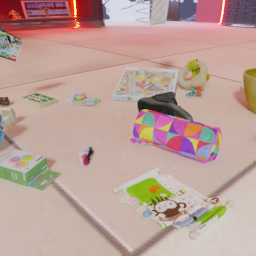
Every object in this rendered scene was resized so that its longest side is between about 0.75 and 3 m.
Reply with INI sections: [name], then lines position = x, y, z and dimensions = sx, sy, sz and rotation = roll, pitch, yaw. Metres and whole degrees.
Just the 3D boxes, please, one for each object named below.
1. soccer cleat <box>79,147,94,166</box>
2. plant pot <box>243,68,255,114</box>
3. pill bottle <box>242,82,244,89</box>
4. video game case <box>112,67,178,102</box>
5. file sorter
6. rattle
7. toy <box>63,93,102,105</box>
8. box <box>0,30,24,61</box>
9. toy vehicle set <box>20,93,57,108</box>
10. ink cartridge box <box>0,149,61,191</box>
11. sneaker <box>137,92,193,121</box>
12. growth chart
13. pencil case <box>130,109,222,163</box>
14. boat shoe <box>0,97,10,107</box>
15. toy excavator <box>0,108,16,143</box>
[soccer cleat]
position = -1.257, 0.817, 7.951
dimensions = 0.383, 0.310, 0.887
rotation = -8, 21, 12
[plant pot]
position = 5.481, -1.314, 10.802
dimensions = 2.178, 1.546, 2.178
rotation = 0, 25, 0
[pill bottle]
position = 6.062, -2.047, 13.269
dimensions = 1.173, 0.680, 0.680
rotation = 15, 30, 26
[video game case]
position = 0.902, -2.079, 13.148
dimensions = 2.674, 0.336, 2.938
rotation = 6, 38, 11
[file sorter]
position = 1.043, -5.595, 12.463
dimensions = 1.070, 1.719, 1.193
rotation = -2, 15, -27
[rattle]
position = 3.447, -2.005, 13.572
dimensions = 1.633, 1.792, 2.509
rotation = -24, 44, 11
[toy]
position = -1.972, -1.298, 12.138
dimensions = 1.472, 0.348, 0.848
rotation = 11, 28, 21
[box]
position = -4.750, -3.109, 10.202
dimensions = 0.290, 0.921, 1.673
rotation = 38, 17, 33
[toy vehicle set]
position = -3.878, -1.216, 12.152
dimensions = 1.391, 0.184, 0.864
rotation = 18, 32, 33
[ink cartridge box]
position = -2.623, 1.041, 7.248
dimensions = 1.546, 0.458, 0.802
rotation = 11, 28, 21
[sneaker]
position = 1.623, -0.726, 10.269
dimensions = 1.439, 0.960, 2.512
rotation = -24, 29, -29
[growth chart]
position = 0.936, 1.626, 6.371
dimensions = 2.370, 0.210, 1.715
rotation = 22, 35, 39
[pencil case]
position = 1.389, 0.234, 8.263
dimensions = 2.601, 1.150, 1.150
rotation = 14, 29, 30
[boat shoe]
position = -5.562, -1.188, 11.819
dimensions = 1.253, 0.441, 0.441
rotation = 4, 28, 12
[toy excavator]
position = -4.321, -0.027, 8.944
dimensions = 0.991, 1.983, 1.929
rotation = 2, 69, 1
